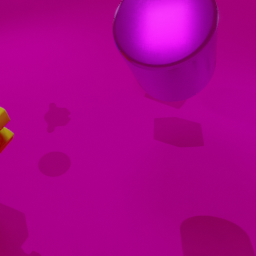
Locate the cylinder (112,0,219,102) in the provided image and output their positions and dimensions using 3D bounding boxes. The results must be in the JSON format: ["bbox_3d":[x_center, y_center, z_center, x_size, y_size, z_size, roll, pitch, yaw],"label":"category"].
[{"bbox_3d":[0.556,-1.119,3.789,1.239,1.239,1.239,-4,77,15],"label":"cylinder"}]

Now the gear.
[{"bbox_3d":[-2.414,-0.327,3.504,1.980,1.980,0.366,16,53,18],"label":"gear"}]
